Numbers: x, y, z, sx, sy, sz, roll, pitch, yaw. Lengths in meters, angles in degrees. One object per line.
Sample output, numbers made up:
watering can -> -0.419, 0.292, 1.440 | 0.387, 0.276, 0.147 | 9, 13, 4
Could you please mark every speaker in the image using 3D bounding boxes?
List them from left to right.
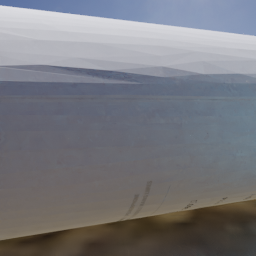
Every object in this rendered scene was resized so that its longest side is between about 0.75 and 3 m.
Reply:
speaker -> 0.430, -0.042, 1.492 | 2.250, 0.913, 0.913 | -2, 5, -22
